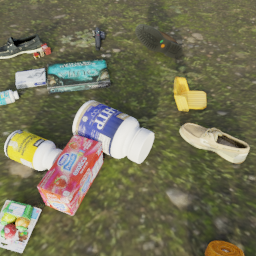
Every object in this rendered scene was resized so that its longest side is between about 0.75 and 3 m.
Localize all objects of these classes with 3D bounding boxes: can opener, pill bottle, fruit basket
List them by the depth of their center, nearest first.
[{"bbox_3d":[-3.174,2.679,7.760,1.134,0.574,1.224,12,51,11],"label":"fruit basket"},{"bbox_3d":[-3.024,0.792,9.206,1.817,1.018,1.018,18,49,17],"label":"pill bottle"},{"bbox_3d":[-0.462,0.167,9.486,2.496,1.494,1.494,24,51,20],"label":"pill bottle"},{"bbox_3d":[-4.994,-1.250,11.472,0.935,0.518,0.518,-17,49,-15],"label":"pill bottle"},{"bbox_3d":[-1.563,-4.709,14.697,0.681,0.549,1.733,-1,46,-2],"label":"can opener"}]

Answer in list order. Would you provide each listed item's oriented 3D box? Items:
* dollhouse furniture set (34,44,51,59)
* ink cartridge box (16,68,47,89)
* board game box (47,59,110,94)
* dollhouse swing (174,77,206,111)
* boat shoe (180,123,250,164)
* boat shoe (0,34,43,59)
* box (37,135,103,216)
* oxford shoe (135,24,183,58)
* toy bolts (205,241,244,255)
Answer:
[{"bbox_3d":[-4.362,-3.843,14.011,0.883,0.359,0.475,-30,54,-25],"label":"dollhouse furniture set"},{"bbox_3d":[-4.387,-2.346,12.671,1.305,0.266,1.308,-12,48,-11],"label":"ink cartridge box"},{"bbox_3d":[-2.237,-2.373,12.620,2.690,0.379,1.820,-8,47,-7],"label":"board game box"},{"bbox_3d":[2.530,-1.422,11.335,1.087,1.123,1.236,-8,43,22],"label":"dollhouse swing"},{"bbox_3d":[2.977,0.347,9.776,2.447,0.795,0.883,29,53,24],"label":"boat shoe"},{"bbox_3d":[-5.576,-4.139,13.944,2.579,0.855,0.964,-11,48,-10],"label":"boat shoe"},{"bbox_3d":[-1.665,1.390,8.609,1.028,1.073,2.153,16,49,15],"label":"box"},{"bbox_3d":[1.400,-4.288,13.583,2.603,0.946,1.099,23,34,-28],"label":"oxford shoe"},{"bbox_3d":[2.604,3.895,6.459,2.196,1.523,2.098,9,6,21],"label":"toy bolts"}]
